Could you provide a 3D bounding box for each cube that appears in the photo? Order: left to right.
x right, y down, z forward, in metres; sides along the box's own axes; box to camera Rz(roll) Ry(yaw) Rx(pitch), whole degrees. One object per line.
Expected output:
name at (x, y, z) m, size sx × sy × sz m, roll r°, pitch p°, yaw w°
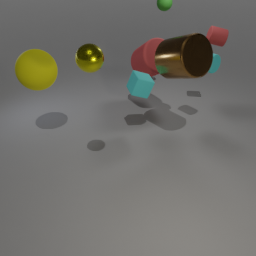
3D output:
cube at (0.452, -1.611, 10.365) m, size 0.700 × 0.700 × 0.700 m, roll 9°, pitch 33°, yaw -26°

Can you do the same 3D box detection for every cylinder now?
cylinder at (1.001, -2.928, 11.870) m, size 1.400 × 1.400 × 1.400 m, roll -12°, pitch 4°, yaw -20°
cylinder at (1.842, -2.353, 9.357) m, size 1.400 × 1.400 × 1.400 m, roll -18°, pitch 17°, yaw -28°
cylinder at (3.001, -2.492, 10.574) m, size 0.700 × 0.700 × 0.700 m, roll -21°, pitch 36°, yaw -31°
cylinder at (3.697, -3.809, 11.640) m, size 0.700 × 0.700 × 0.700 m, roll 13°, pitch 30°, yaw -3°

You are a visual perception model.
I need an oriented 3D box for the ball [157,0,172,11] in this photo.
ball at (1.638, -5.611, 12.548) m, size 0.700 × 0.700 × 0.700 m, roll 0°, pitch 30°, yaw 0°

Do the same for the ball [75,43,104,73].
ball at (-0.933, -1.702, 6.842) m, size 0.700 × 0.700 × 0.700 m, roll 0°, pitch 30°, yaw 0°

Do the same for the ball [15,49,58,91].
ball at (-3.145, -1.994, 9.645) m, size 1.400 × 1.400 × 1.400 m, roll 0°, pitch 30°, yaw 0°
